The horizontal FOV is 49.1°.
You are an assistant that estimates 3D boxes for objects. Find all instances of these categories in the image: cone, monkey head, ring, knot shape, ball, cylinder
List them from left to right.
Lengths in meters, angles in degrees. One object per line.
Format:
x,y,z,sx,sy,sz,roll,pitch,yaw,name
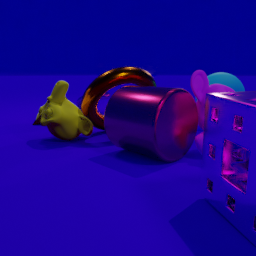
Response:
-2.271,-0.389,8.131,1.134,1.130,1.130,-34,25,-20,cone
-1.364,-0.350,6.168,1.000,1.193,1.659,24,-3,-37,monkey head
-1.171,-1.114,10.206,1.291,0.596,1.208,-31,4,40,knot shape
-0.185,-0.642,6.653,1.895,1.895,0.379,-5,49,-25,ring
0.411,-0.123,5.048,1.237,1.237,1.237,-11,16,-43,cylinder
1.555,-0.138,5.107,1.256,1.746,1.052,-36,34,-7,monkey head
2.580,-0.887,7.870,1.326,1.326,1.326,0,12,0,ball

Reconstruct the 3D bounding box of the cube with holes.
1.600,0.308,2.814,1.222,1.222,1.222,-4,15,-13,cube with holes
